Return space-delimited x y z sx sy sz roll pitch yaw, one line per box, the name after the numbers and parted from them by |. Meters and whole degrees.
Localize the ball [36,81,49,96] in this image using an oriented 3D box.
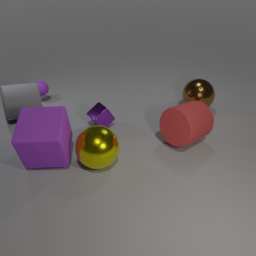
-4.041 -1.841 13.020 0.700 0.700 0.700 0 31 0 | ball

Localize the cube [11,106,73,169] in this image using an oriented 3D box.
-2.606 0.299 8.795 1.400 1.400 1.400 -3 50 -1 | cube

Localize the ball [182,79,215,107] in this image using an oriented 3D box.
3.090 -1.456 12.302 1.400 1.400 1.400 0 31 0 | ball

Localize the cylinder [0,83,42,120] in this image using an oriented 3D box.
-4.412 -1.104 11.593 1.400 1.400 1.400 -10 32 -25 | cylinder

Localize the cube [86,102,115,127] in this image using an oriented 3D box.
-1.074 -0.472 11.109 0.700 0.700 0.700 -45 43 -7 | cube

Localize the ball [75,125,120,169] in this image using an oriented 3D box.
-0.966 0.602 8.888 1.400 1.400 1.400 0 31 0 | ball

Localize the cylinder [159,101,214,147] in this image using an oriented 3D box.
2.081 -0.175 9.954 1.400 1.400 1.400 -18 35 -40 | cylinder
